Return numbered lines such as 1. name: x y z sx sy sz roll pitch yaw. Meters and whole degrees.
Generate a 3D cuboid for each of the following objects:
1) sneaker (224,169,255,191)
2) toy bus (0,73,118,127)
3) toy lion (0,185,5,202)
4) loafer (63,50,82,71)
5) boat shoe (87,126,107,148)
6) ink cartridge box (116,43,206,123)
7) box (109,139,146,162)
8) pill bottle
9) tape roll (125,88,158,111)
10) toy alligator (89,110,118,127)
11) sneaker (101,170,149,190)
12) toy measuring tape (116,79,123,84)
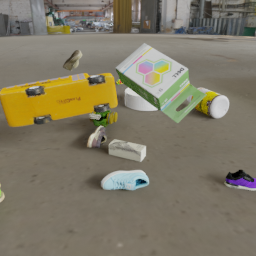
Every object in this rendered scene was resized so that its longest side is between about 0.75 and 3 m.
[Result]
1. sneaker: 3.170 1.382 7.592 1.010 0.502 0.351 3 24 7
2. toy bus: -1.702 -0.768 7.080 2.732 0.889 1.070 -13 22 -10
3. toy lion: -4.055 1.865 6.609 1.639 0.563 1.571 3 31 7
4. loafer: -2.405 -3.006 12.573 1.439 0.491 0.544 -20 45 50
5. boat shoe: -1.007 0.355 9.937 0.494 0.548 1.524 21 19 4
6. ink cartridge box: 1.008 -1.489 8.879 1.366 0.781 2.632 -43 61 -11
7. box: -0.026 0.729 9.191 1.169 0.400 0.480 10 26 21
8. pill bottle: 3.557 -1.204 12.742 1.042 1.042 1.907 -11 26 -24
9. tape roll: 0.853 -1.504 13.816 2.068 0.723 2.068 0 24 0
10. toy alligator: -1.054 -0.307 10.848 0.884 0.641 2.667 7 8 10
11. sneaker: -0.044 1.440 7.485 1.318 0.487 0.540 -10 21 -20
12. toy measuring tape: -0.395 -2.934 17.582 0.846 0.311 0.311 -18 30 -35
